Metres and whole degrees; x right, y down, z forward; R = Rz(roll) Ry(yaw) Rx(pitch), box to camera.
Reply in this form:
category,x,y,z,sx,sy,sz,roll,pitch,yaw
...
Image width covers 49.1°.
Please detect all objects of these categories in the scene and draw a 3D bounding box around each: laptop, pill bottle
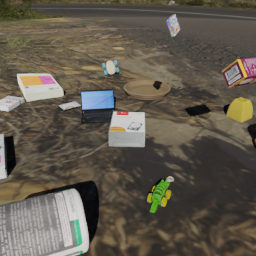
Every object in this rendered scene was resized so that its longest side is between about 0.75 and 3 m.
category,x,y,z,sx,sy,sz,roll,pitch,yaw
laptop,-1.319,-0.985,12.432,1.550,0.903,1.749,-4,28,-6
pill bottle,-2.164,2.211,5.836,2.481,1.403,1.403,-9,29,-20

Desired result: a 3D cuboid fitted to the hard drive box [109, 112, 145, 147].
category,x,y,z,sx,sy,sz,roll,pitch,yaw
hard drive box,-0.010,0.021,10.790,1.323,0.652,1.697,1,28,1

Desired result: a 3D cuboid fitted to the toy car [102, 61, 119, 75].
category,x,y,z,sx,sy,sz,roll,pitch,yaw
toy car,-1.132,-3.834,18.178,0.937,0.899,1.016,-14,1,-5

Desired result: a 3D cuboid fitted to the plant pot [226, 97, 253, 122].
category,x,y,z,sx,sy,sz,roll,pitch,yaw
plant pot,4.935,-0.860,12.258,0.822,0.841,0.817,-18,33,-31

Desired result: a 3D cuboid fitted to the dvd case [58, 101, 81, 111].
category,x,y,z,sx,sy,sz,roll,pitch,yaw
dvd case,-2.775,-1.044,13.415,0.939,0.082,0.670,-19,33,-32

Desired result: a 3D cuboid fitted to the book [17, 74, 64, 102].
category,x,y,z,sx,sy,sz,roll,pitch,yaw
book,-4.818,-2.304,15.248,1.892,0.681,2.832,-11,31,-24

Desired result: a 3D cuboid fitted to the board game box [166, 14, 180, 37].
category,x,y,z,sx,sy,sz,roll,pitch,yaw
board game box,1.424,-3.204,8.743,0.130,0.510,0.753,-11,29,30

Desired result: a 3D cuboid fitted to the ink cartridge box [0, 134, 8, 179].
category,x,y,z,sx,sy,sz,roll,pitch,yaw
ink cartridge box,-4.992,1.029,9.085,1.925,0.483,2.218,-10,29,-20

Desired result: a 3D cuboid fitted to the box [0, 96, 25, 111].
category,x,y,z,sx,sy,sz,roll,pitch,yaw
box,-5.774,-1.190,13.516,0.956,0.252,1.226,9,30,16

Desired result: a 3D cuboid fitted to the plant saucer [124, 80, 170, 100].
category,x,y,z,sx,sy,sz,roll,pitch,yaw
plant saucer,1.012,-2.042,15.008,2.494,0.367,2.494,-1,27,0

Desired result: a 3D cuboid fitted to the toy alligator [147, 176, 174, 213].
category,x,y,z,sx,sy,sz,roll,pitch,yaw
toy alligator,0.962,1.688,7.848,0.495,0.453,1.669,13,30,23

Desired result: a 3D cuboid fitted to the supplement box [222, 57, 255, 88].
category,x,y,z,sx,sy,sz,roll,pitch,yaw
supplement box,3.080,-1.453,7.264,0.998,0.515,0.653,-12,-13,-22
